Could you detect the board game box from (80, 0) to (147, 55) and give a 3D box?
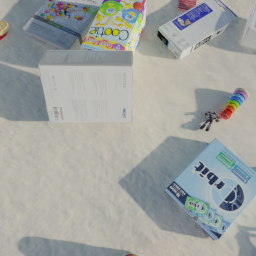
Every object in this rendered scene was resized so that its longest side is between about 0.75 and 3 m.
[{"bbox_3d":[-0.436,-3.300,9.977,1.459,1.433,2.781,16,67,7],"label":"board game box"}]

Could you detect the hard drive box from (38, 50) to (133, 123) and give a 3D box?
[{"bbox_3d":[-1.162,-1.237,8.627,2.652,2.067,1.019,1,38,0],"label":"hard drive box"}]

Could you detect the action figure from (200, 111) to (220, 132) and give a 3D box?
[{"bbox_3d":[2.734,-0.261,9.278,0.543,0.289,0.834,28,65,21],"label":"action figure"}]

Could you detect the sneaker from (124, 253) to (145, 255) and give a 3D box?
[{"bbox_3d":[1.005,4.157,6.781,2.997,1.273,1.154,27,69,11],"label":"sneaker"}]

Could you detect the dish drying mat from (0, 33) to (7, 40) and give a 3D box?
[{"bbox_3d":[-5.089,-3.440,10.779,0.335,0.079,0.873,40,72,15],"label":"dish drying mat"}]

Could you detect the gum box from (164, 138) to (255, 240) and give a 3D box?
[{"bbox_3d":[2.563,1.729,8.266,2.282,0.508,1.939,-41,72,-16],"label":"gum box"}]

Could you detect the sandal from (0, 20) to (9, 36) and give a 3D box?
[{"bbox_3d":[-5.342,-3.444,10.399,0.734,0.658,2.001,34,73,14],"label":"sandal"}]

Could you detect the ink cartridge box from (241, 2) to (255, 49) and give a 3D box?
[{"bbox_3d":[5.497,-3.638,10.426,2.107,0.873,1.546,20,68,8],"label":"ink cartridge box"}]

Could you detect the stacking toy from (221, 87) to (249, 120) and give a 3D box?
[{"bbox_3d":[3.548,-0.766,9.432,0.520,0.520,1.219,36,78,14],"label":"stacking toy"}]

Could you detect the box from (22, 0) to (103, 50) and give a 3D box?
[{"bbox_3d":[-2.391,-4.206,10.863,2.120,0.560,2.720,27,68,11],"label":"box"}]

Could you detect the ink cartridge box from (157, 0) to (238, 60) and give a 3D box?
[{"bbox_3d":[2.646,-3.881,10.715,2.846,0.558,1.415,-33,71,-12],"label":"ink cartridge box"}]

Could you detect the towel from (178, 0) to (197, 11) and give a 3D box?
[{"bbox_3d":[2.469,-5.217,11.545,0.736,0.114,1.018,12,69,3],"label":"towel"}]
